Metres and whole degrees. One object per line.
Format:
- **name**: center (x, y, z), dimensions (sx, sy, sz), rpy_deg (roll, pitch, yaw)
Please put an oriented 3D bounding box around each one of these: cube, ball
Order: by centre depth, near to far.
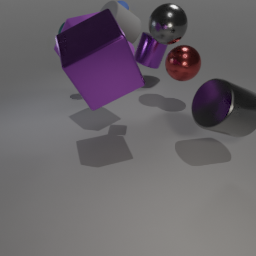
- **cube**: center (-0.632, -1.544, 6.395), dimensions (1.400, 1.400, 1.400), rpy_deg (-26, 47, 4)
- **cube**: center (-1.220, -2.545, 8.831), dimensions (1.400, 1.400, 1.400), rpy_deg (-32, 85, -39)
- **ball**: center (1.436, -3.725, 10.074), dimensions (1.400, 1.400, 1.400), rpy_deg (0, 30, 0)
- **ball**: center (2.166, -2.543, 11.025), dimensions (1.400, 1.400, 1.400), rpy_deg (0, 30, 0)

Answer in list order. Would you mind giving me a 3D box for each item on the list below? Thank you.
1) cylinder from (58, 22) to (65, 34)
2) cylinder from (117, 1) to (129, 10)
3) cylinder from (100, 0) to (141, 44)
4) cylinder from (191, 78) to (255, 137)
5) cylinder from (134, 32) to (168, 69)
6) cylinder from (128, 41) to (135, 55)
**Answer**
- **cylinder**: center (-2.229, -3.644, 10.876), dimensions (0.700, 0.700, 0.700), rpy_deg (19, 10, -45)
- **cylinder**: center (-0.373, -5.661, 13.571), dimensions (0.700, 0.700, 0.700), rpy_deg (8, 59, 13)
- **cylinder**: center (-0.400, -4.287, 11.655), dimensions (1.400, 1.400, 1.400), rpy_deg (20, 11, -43)
- **cylinder**: center (2.749, -0.532, 7.805), dimensions (1.400, 1.400, 1.400), rpy_deg (12, 20, -33)
- **cylinder**: center (1.139, -3.881, 14.017), dimensions (1.400, 1.400, 1.400), rpy_deg (18, 24, -8)
- **cylinder**: center (-0.191, -2.005, 7.941), dimensions (0.700, 0.700, 0.700), rpy_deg (4, 55, 6)
